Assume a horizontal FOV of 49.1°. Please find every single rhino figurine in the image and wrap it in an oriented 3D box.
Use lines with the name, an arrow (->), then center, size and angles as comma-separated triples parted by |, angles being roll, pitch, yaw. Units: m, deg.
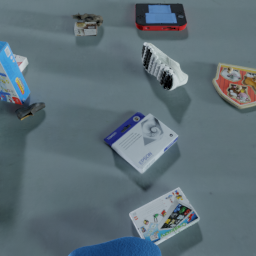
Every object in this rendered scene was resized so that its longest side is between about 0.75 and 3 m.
rhino figurine -> -2.026, -5.379, 13.813 | 1.725, 0.516, 0.754 | 13, 33, 10

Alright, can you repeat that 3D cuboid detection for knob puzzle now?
knob puzzle -> 4.628, -1.759, 11.357 | 2.577, 0.357, 2.577 | 0, 55, 0

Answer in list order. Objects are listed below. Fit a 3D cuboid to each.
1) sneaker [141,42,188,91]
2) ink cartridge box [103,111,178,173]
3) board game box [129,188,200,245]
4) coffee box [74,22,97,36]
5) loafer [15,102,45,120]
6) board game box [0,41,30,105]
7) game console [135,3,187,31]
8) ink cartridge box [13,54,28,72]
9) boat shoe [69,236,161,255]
sneaker -> 1.457, -2.617, 11.710 | 1.082, 1.003, 2.669 | -16, 58, -27
ink cartridge box -> 0.435, 0.333, 9.843 | 1.927, 0.391, 1.923 | 38, 63, 24
board game box -> 1.068, 2.626, 8.259 | 1.759, 0.304, 1.110 | -23, 58, -15
coffee box -> -2.018, -4.755, 13.454 | 1.029, 0.411, 0.582 | 0, 55, 0
loafer -> -3.618, -0.621, 10.539 | 1.132, 0.412, 0.409 | -26, 69, -18
board game box -> -5.227, -2.121, 10.263 | 2.507, 2.560, 0.715 | 12, 58, 9
game console -> 1.624, -5.690, 14.143 | 2.527, 0.392, 2.235 | 1, 55, 0
ink cartridge box -> -4.977, -2.856, 12.135 | 1.069, 0.361, 0.622 | 16, 56, 11
boat shoe -> -0.350, 3.411, 7.429 | 2.400, 0.824, 1.010 | 1, 47, -1
